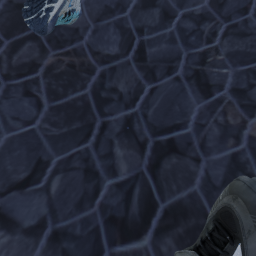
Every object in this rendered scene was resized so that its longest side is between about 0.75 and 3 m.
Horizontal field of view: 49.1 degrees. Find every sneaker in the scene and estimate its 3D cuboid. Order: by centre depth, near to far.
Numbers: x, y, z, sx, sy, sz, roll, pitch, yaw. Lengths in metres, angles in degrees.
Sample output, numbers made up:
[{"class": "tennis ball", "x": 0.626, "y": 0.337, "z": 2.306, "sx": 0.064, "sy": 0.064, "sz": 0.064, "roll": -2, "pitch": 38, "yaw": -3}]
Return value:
[{"class": "sneaker", "x": 1.301, "y": 1.871, "z": 4.068, "sx": 1.280, "sy": 2.829, "sz": 0.940, "roll": -20, "pitch": 45, "yaw": -20}, {"class": "sneaker", "x": -1.504, "y": -2.830, "z": 6.447, "sx": 1.009, "sy": 1.123, "sz": 2.601, "roll": -12, "pitch": 49, "yaw": 21}]
